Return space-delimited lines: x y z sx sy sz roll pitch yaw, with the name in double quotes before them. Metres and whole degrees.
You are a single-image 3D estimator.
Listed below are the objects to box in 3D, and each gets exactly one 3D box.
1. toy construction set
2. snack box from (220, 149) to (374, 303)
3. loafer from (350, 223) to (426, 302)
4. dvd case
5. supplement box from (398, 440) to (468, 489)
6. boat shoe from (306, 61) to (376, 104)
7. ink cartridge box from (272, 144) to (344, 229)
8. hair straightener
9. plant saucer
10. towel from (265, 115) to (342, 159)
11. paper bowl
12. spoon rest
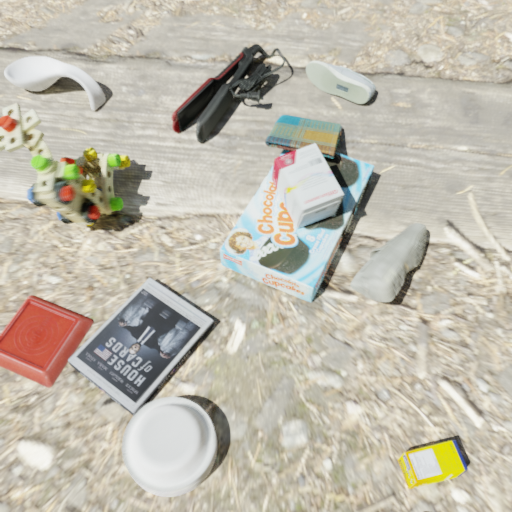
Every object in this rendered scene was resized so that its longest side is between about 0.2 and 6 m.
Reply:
"toy construction set" -3.564 -1.643 10.697 1.342 2.913 1.910 -6 70 29
"snack box" 0.888 -0.844 11.338 1.947 0.622 3.351 22 59 14
"loafer" 2.556 0.020 10.531 0.813 0.815 2.330 13 35 33
"dvd case" -2.016 1.544 9.971 1.595 0.262 2.122 31 61 19
"supplement box" 2.732 3.248 8.708 0.870 0.477 0.474 -10 56 -8
"boat shoe" 2.083 -4.295 13.706 1.803 0.629 0.642 32 48 17
"ink cartridge box" 0.951 -1.301 10.599 0.876 0.872 1.206 -21 71 -11
"hair straightener" -0.380 -3.951 13.465 1.443 0.767 3.749 28 56 17
"plant saucer" -3.911 1.446 10.040 1.436 0.264 1.434 19 58 13
"towel" 1.071 -2.631 12.254 1.501 0.222 2.047 11 31 7
"paper bowl" -1.359 2.932 8.755 1.458 0.758 1.458 0 58 1
"spoon rest" -4.872 -4.310 13.518 2.557 0.775 1.271 21 49 12
